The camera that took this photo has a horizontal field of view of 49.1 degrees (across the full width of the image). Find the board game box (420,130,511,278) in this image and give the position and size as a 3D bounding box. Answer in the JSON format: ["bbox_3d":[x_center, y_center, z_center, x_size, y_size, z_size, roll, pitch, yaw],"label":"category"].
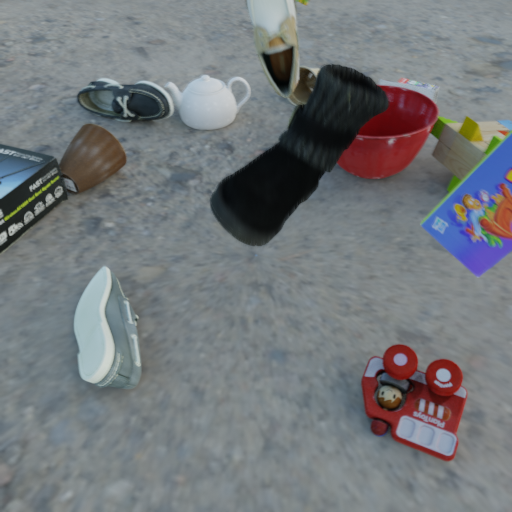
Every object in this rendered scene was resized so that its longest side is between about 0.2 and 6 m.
[{"bbox_3d":[3.732,-1.592,6.483,0.866,2.601,3.869,45,45,10],"label":"board game box"}]

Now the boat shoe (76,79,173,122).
[{"bbox_3d":[-3.170,-3.640,13.397,2.672,1.010,0.806,13,40,33],"label":"boat shoe"}]

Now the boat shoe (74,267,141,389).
[{"bbox_3d":[-2.120,1.033,8.162,0.720,0.849,2.332,32,18,-32],"label":"boat shoe"}]

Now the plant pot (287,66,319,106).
[{"bbox_3d":[1.379,-4.388,14.326,1.018,1.018,0.932,23,34,25],"label":"plant pot"}]

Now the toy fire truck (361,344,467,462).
[{"bbox_3d":[1.957,1.839,7.085,1.332,0.747,1.119,17,61,20],"label":"toy fire truck"}]

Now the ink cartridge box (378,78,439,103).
[{"bbox_3d":[3.712,-3.935,13.835,1.404,0.765,0.354,22,45,24],"label":"ink cartridge box"}]

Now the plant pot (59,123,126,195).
[{"bbox_3d":[-3.406,-1.822,11.201,1.131,1.131,1.210,18,55,20],"label":"plant pot"}]

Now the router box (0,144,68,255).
[{"bbox_3d":[-5.576,-1.157,10.346,3.208,0.997,2.404,15,42,17],"label":"router box"}]

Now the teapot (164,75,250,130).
[{"bbox_3d":[-1.146,-3.778,13.397,1.476,1.092,1.495,27,46,28],"label":"teapot"}]

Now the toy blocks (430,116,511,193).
[{"bbox_3d":[4.990,-1.767,10.974,2.001,1.462,2.927,-9,45,-26],"label":"toy blocks"}]

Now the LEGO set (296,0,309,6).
[{"bbox_3d":[0.387,-5.152,10.337,0.691,1.503,0.559,-22,33,28],"label":"LEGO set"}]

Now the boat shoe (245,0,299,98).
[{"bbox_3d":[0.313,-3.300,8.357,0.738,1.975,0.675,-12,49,11],"label":"boat shoe"}]

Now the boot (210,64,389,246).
[{"bbox_3d":[0.562,-1.334,6.958,0.957,1.902,2.544,42,37,0],"label":"boot"}]

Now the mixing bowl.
[{"bbox_3d":[2.442,-2.451,11.592,2.415,1.308,2.415,-3,40,3],"label":"mixing bowl"}]
